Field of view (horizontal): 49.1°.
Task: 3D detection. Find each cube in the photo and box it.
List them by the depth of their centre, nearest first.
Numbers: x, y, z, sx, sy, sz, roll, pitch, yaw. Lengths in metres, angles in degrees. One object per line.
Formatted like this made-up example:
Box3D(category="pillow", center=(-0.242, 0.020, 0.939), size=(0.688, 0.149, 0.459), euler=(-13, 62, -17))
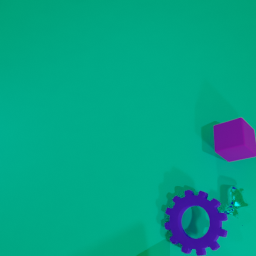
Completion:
Box3D(category="cube", center=(3.025, 0.353, 7.921), size=(0.864, 0.864, 0.864), euler=(-20, 51, 39))

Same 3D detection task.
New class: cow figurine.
Box3D(category="cow figurine", center=(2.775, 1.963, 7.387), size=(0.877, 0.489, 0.892), euler=(9, 62, -29))

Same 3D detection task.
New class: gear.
Box3D(category="gear", center=(1.680, 2.349, 7.017), size=(1.532, 0.283, 1.532), euler=(-13, 64, 28))
